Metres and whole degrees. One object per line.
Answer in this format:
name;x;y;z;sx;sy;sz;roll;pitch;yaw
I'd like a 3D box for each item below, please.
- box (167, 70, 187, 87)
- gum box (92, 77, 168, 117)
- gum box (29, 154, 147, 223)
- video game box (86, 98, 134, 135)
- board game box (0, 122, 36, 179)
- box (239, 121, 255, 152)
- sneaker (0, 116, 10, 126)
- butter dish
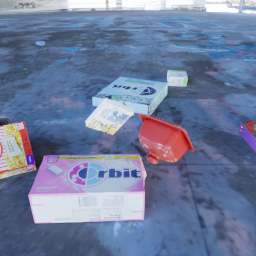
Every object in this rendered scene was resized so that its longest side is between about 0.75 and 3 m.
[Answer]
box;2.526;-2.566;14.486;0.949;0.520;1.076;4;30;4
gum box;0.188;-1.423;12.245;2.427;0.636;2.856;11;31;20
gum box;-0.828;1.408;6.830;2.658;0.879;1.508;-1;29;-2
video game box;-0.514;-0.296;7.813;0.944;1.036;0.243;20;40;-33
board game box;-3.758;0.712;7.893;1.950;0.451;1.477;-14;62;-22
box;4.885;0.521;8.847;1.716;0.490;2.508;-3;29;-5
sneaker;-4.776;0.017;9.817;1.330;0.491;0.582;-22;37;-28
butter dish;0.947;0.499;8.242;1.610;1.606;1.190;21;73;32
